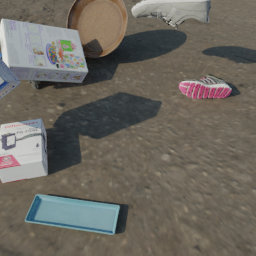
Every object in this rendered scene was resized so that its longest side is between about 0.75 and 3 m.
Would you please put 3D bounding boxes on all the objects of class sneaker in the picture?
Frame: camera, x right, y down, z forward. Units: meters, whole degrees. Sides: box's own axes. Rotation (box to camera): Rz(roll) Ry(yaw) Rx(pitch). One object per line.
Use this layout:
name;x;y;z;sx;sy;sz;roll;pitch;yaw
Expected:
sneaker;1.408;-3.954;9.606;2.920;1.197;1.091;8;34;35
sneaker;2.953;-1.661;10.928;2.004;0.739;0.877;3;44;-3

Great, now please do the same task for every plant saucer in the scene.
plant saucer;-1.421;2.266;7.298;2.332;0.221;0.815;7;45;6
plant saucer;-1.294;-4.499;12.172;2.911;2.911;0.532;19;9;18

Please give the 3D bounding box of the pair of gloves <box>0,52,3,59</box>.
pair of gloves;-4.790;-3.440;12.275;2.170;0.307;2.699;-7;28;29

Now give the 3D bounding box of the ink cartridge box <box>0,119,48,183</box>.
ink cartridge box;-3.195;0.638;8.546;1.306;0.761;1.804;-9;45;-9

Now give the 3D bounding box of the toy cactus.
toy cactus;-1.780;-4.136;13.187;2.784;1.423;2.297;20;57;8

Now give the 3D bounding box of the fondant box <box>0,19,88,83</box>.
fondant box;-3.259;-2.933;10.924;2.995;0.872;2.161;-3;65;-31

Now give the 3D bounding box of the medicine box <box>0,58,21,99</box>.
medicine box;-3.893;-1.067;7.319;1.637;0.925;1.798;-39;12;-3

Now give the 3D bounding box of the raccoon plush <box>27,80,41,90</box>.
raccoon plush;-4.390;-2.213;11.617;2.300;1.113;1.541;-16;54;25
